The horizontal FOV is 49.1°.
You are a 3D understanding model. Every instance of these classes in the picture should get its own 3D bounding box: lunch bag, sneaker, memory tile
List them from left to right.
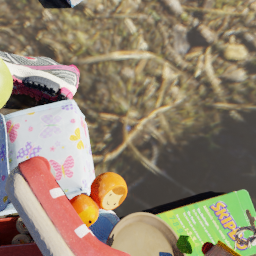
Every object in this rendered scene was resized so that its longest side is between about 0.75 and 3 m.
[{"bbox_3d":[-2.615,-1.416,7.124,2.790,1.125,1.042,20,60,-2],"label":"sneaker"},{"bbox_3d":[-2.135,0.742,6.226,2.506,1.593,2.125,-11,72,3],"label":"lunch bag"},{"bbox_3d":[-2.030,2.858,6.256,1.299,0.142,1.694,7,77,4],"label":"memory tile"},{"bbox_3d":[-0.463,2.930,5.550,1.022,1.677,2.569,-9,76,2],"label":"sneaker"}]

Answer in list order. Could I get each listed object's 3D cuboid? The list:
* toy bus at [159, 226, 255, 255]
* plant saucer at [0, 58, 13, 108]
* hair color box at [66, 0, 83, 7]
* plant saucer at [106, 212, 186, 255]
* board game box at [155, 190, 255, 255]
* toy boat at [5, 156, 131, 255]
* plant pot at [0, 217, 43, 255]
[{"bbox_3d":[1.254,2.399,4.067,1.645,1.552,0.850,-21,112,29],"label":"toy bus"},{"bbox_3d":[-3.296,-0.980,4.806,2.448,0.380,2.448,12,47,-13],"label":"plant saucer"},{"bbox_3d":[-1.780,-4.248,8.152,0.675,0.408,1.350,-37,78,-9],"label":"hair color box"},{"bbox_3d":[0.368,2.675,5.473,2.001,0.295,2.001,21,48,-25],"label":"plant saucer"},{"bbox_3d":[1.552,2.441,6.362,2.887,0.433,1.379,-16,76,-1],"label":"board game box"},{"bbox_3d":[-0.627,1.222,4.139,1.450,1.448,2.218,-35,74,-17],"label":"toy boat"},{"bbox_3d":[-2.129,2.894,5.504,2.094,2.092,1.845,-6,87,-1],"label":"plant pot"}]
